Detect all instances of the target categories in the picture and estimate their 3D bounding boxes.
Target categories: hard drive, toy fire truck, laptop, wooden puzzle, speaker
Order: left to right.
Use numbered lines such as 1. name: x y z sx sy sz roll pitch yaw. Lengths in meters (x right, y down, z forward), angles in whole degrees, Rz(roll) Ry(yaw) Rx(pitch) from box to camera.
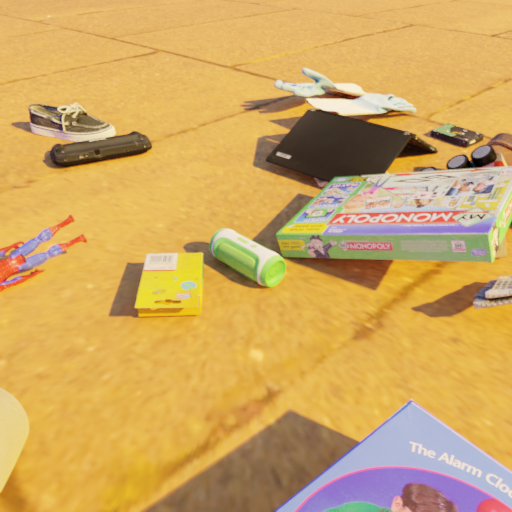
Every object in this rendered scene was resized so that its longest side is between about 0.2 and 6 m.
1. speaker: -0.141 0.014 8.296 0.536 0.536 1.212 -29 43 -36
2. wooden puzzle: 1.777 -1.898 11.382 1.504 0.303 1.625 -8 34 -11
3. laptop: 2.066 -2.112 11.704 2.433 1.418 2.745 25 12 32
4. hard drive: 4.573 -2.744 12.767 0.680 0.184 0.974 -26 42 -33
5. toy fire truck: 3.438 -0.766 9.102 1.444 1.055 1.640 -20 35 31

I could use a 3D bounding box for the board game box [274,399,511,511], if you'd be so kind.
1. board game box: 1.709 3.014 3.400 2.741 0.913 4.076 -25 41 -32

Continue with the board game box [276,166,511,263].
1. board game box: 2.150 -0.647 8.429 3.140 0.457 2.113 2 31 37

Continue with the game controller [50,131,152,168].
1. game controller: -3.321 -2.304 12.006 2.087 0.440 1.089 -14 21 -21

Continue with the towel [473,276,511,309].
1. towel: 3.557 0.345 7.244 1.340 0.231 1.291 -16 3 35

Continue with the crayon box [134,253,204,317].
1. crayon box: -1.177 0.438 7.771 0.857 0.343 1.350 -1 30 -2

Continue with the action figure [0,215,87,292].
1. action figure: -3.367 0.047 8.132 1.778 0.582 0.460 -31 7 -17

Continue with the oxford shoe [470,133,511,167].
1. oxford shoe: 4.988 -0.904 9.406 1.234 1.235 3.462 -38 41 -10

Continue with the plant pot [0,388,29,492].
1. plant pot: -2.792 1.857 4.908 1.469 1.469 1.569 10 21 14

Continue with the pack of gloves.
1. pack of gloves: 2.277 -4.196 14.016 3.266 0.645 2.744 -12 33 -37

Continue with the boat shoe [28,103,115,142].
1. boat shoe: -4.250 -3.127 12.840 2.153 0.735 0.795 14 36 20
